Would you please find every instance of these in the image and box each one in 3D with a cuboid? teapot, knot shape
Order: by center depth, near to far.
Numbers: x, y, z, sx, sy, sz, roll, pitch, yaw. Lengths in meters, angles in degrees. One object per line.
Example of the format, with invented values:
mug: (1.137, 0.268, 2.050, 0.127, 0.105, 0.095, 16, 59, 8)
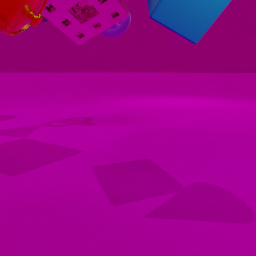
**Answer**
teapot: (-1.626, -1.924, 4.093, 1.947, 0.953, 1.210, -51, 10, -21)
knot shape: (-0.803, -3.337, 8.932, 1.530, 0.755, 1.635, -11, 27, -20)

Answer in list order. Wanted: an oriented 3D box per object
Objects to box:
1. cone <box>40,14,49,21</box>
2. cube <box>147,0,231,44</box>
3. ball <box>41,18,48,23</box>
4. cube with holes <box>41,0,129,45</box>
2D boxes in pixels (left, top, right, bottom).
cone: (-1.745, -3.150, 8.078, 1.260, 1.260, 1.265, 5, -26, 21)
cube: (0.993, -2.240, 4.745, 0.982, 0.982, 0.982, 22, 39, -21)
ball: (-3.099, -4.342, 9.709, 1.295, 1.295, 1.295, 0, 12, 0)
cube with holes: (-1.015, -2.978, 6.000, 1.388, 1.388, 1.388, -22, -28, 23)
